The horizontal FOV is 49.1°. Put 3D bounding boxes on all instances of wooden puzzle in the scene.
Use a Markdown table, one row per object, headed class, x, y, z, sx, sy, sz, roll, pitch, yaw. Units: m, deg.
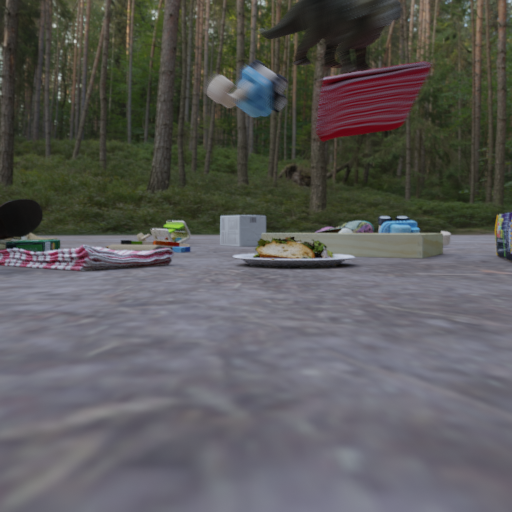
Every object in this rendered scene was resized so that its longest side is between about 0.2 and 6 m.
| class | x | y | z | sx | sy | sz | roll | pitch | yaw |
| --- | --- | --- | --- | --- | --- | --- | --- | --- | --- |
| wooden puzzle | -2.619 | -0.250 | 13.741 | 2.463 | 0.288 | 1.662 | 1 | 3 | 20 |

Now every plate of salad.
| class | x | y | z | sx | sy | sz | roll | pitch | yaw |
| --- | --- | --- | --- | --- | --- | --- | --- | --- | --- |
| plate of salad | 0.554 | -0.071 | 8.427 | 1.834 | 0.440 | 1.834 | -1 | 2 | 0 |

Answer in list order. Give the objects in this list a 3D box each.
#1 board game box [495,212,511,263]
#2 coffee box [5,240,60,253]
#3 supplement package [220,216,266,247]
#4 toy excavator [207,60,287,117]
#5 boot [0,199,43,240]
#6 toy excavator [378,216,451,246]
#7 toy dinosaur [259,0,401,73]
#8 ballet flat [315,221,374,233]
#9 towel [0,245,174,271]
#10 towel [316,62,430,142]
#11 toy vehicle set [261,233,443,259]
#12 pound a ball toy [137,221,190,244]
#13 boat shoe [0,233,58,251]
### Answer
| class | x | y | z | sx | sy | sz | roll | pitch | yaw |
| --- | --- | --- | --- | --- | --- | --- | --- | --- | --- |
| board game box | 5.764 | -0.333 | 9.287 | 3.111 | 0.882 | 2.572 | 1 | 2 | 17 |
| coffee box | -4.942 | -0.203 | 12.496 | 0.834 | 0.298 | 1.357 | -2 | 4 | -7 |
| supplement package | -0.435 | -0.800 | 17.888 | 0.980 | 0.973 | 1.292 | -2 | 3 | -31 |
| toy excavator | -0.201 | -3.140 | 10.912 | 0.793 | 1.587 | 1.543 | 40 | -18 | 19 |
| boot | -6.374 | -0.618 | 12.304 | 2.535 | 0.814 | 2.362 | -2 | 18 | 29 |
| toy excavator | 4.750 | -0.613 | 17.087 | 1.771 | 0.910 | 1.821 | -2 | 16 | -9 |
| toy dinosaur | 1.224 | -3.541 | 8.524 | 1.008 | 1.339 | 2.618 | -18 | 33 | -40 |
| ballet flat | 2.446 | -0.541 | 16.505 | 0.796 | 0.774 | 2.238 | -24 | 11 | -33 |
| towel | -2.594 | -0.019 | 8.397 | 2.278 | 0.341 | 1.667 | 2 | 3 | 36 |
| towel | 1.808 | -2.442 | 9.111 | 1.602 | 0.249 | 2.215 | -9 | -9 | 3 |
| toy vehicle set | 2.079 | -0.260 | 12.032 | 3.418 | 0.453 | 2.124 | 2 | 3 | 29 |
| pound a ball toy | -2.910 | -0.555 | 17.656 | 1.115 | 0.726 | 1.710 | -30 | 17 | -27 |
| boat shoe | -5.780 | -0.424 | 13.571 | 1.965 | 0.638 | 0.709 | -1 | 3 | -11 |
